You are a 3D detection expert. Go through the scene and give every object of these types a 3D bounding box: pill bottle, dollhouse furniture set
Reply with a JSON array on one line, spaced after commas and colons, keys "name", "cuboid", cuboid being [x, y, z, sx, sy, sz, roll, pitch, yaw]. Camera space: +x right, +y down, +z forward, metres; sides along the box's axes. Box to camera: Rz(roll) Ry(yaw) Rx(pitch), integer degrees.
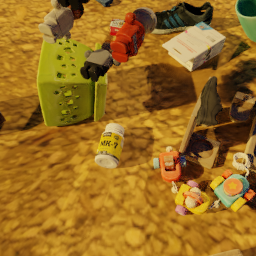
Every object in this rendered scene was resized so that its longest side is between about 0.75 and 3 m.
[{"name": "pill bottle", "cuboid": [-0.482, 0.489, 7.929, 0.664, 0.664, 1.162, 9, 57, 6]}, {"name": "dollhouse furniture set", "cuboid": [3.088, -0.170, 7.499, 2.569, 2.093, 2.443, 22, 59, 14]}]

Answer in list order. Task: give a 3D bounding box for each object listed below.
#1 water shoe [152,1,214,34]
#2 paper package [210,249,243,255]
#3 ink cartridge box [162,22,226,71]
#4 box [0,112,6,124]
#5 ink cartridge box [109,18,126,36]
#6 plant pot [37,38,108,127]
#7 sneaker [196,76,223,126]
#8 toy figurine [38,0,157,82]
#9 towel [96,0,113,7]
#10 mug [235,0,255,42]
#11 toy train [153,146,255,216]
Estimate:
[{"name": "water shoe", "cuboid": [1.857, -4.430, 10.915, 2.863, 1.130, 1.024, -3, 56, -2]}, {"name": "paper package", "cuboid": [1.685, 3.081, 5.764, 1.318, 1.383, 0.715, -10, 57, -6]}, {"name": "ink cartridge box", "cuboid": [2.331, -2.879, 10.135, 2.085, 0.707, 1.201, -33, 62, -20]}, {"name": "box", "cuboid": [-4.580, -0.491, 8.358, 1.229, 1.020, 1.009, -33, 62, -20]}, {"name": "ink cartridge box", "cuboid": [-0.306, -3.959, 11.090, 0.774, 0.324, 0.679, 10, 58, 6]}, {"name": "plant pot", "cuboid": [-1.568, -1.356, 8.408, 1.838, 2.026, 2.016, 1, 55, -8]}, {"name": "sneaker", "cuboid": [1.759, -0.546, 5.875, 0.488, 0.408, 1.074, 13, 89, 2]}, {"name": "toy figurine", "cuboid": [-0.680, -2.321, 6.245, 2.131, 2.098, 1.483, 41, 59, -17]}, {"name": "towel", "cuboid": [-1.129, -5.681, 12.293, 0.548, 0.238, 0.982, -37, 63, -22]}, {"name": "mug", "cuboid": [5.213, -3.986, 10.065, 2.254, 1.696, 2.743, -1, 58, 43]}, {"name": "toy train", "cuboid": [1.924, 1.220, 7.207, 2.569, 0.715, 1.930, -3, 61, 10]}]
